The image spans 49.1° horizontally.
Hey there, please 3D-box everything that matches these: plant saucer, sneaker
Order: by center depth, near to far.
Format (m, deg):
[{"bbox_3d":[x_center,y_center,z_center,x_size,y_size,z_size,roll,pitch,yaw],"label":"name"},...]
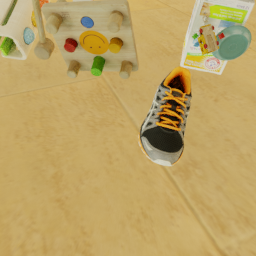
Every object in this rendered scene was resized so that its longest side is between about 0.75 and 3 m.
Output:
[{"bbox_3d":[0.773,-0.301,5.322,0.882,0.870,2.253,16,50,-3],"label":"sneaker"},{"bbox_3d":[2.727,-2.160,7.342,1.055,1.055,0.190,-2,49,-2],"label":"plant saucer"}]

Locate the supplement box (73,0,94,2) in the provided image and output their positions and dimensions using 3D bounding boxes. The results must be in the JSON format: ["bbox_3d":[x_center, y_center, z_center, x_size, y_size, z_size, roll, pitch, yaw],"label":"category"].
[{"bbox_3d":[-1.483,-4.829,10.067,0.607,1.650,1.040,28,56,-14],"label":"supplement box"}]

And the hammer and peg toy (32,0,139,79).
[{"bbox_3d":[-1.089,-1.903,6.005,2.497,1.836,0.880,4,58,12],"label":"hammer and peg toy"}]

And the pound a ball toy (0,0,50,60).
[{"bbox_3d":[-2.539,-2.781,7.305,0.960,1.473,2.259,9,65,9],"label":"pound a ball toy"}]

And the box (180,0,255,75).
[{"bbox_3d":[2.595,-3.069,8.525,1.429,2.540,1.287,13,54,3],"label":"box"}]

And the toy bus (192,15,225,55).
[{"bbox_3d":[1.910,-2.197,6.884,0.737,0.403,0.781,29,82,-12],"label":"toy bus"}]
